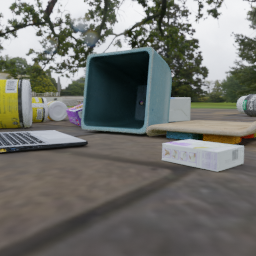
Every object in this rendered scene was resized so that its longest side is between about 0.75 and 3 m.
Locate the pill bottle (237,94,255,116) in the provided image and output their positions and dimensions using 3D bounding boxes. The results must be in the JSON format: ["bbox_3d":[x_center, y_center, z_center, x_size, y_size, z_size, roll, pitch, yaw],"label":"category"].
[{"bbox_3d":[6.818,-1.193,14.791,1.198,1.198,2.119,-1,5,-14],"label":"pill bottle"}]

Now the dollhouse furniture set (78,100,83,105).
[{"bbox_3d":[-1.514,-0.797,12.351,1.301,0.849,1.228,-1,6,-5],"label":"dollhouse furniture set"}]

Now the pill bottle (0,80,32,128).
[{"bbox_3d":[-4.130,-0.686,8.045,2.562,1.426,1.426,-1,5,-15],"label":"pill bottle"}]

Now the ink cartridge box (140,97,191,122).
[{"bbox_3d":[1.062,-0.771,11.487,1.607,0.930,2.767,-5,7,-28],"label":"ink cartridge box"}]

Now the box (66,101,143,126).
[{"bbox_3d":[-0.663,-0.867,9.970,2.837,0.555,1.941,-22,12,-17],"label":"box"}]

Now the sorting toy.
[{"bbox_3d":[1.883,0.045,6.097,2.294,0.418,2.123,-1,3,40],"label":"sorting toy"}]

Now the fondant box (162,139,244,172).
[{"bbox_3d":[0.934,0.322,3.557,0.600,0.242,0.832,-5,6,-41],"label":"fondant box"}]

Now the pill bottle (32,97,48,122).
[{"bbox_3d":[-3.934,-0.683,10.435,1.704,0.948,0.948,-1,5,-29],"label":"pill bottle"}]

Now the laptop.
[{"bbox_3d":[-2.238,-0.387,5.125,2.371,1.374,2.220,-3,7,-29],"label":"laptop"}]

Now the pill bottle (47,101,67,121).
[{"bbox_3d":[-3.109,-0.725,11.811,0.807,0.807,1.453,-3,6,-27],"label":"pill bottle"}]

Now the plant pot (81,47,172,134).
[{"bbox_3d":[0.194,-0.806,7.500,1.957,1.962,1.999,3,-3,33],"label":"plant pot"}]
